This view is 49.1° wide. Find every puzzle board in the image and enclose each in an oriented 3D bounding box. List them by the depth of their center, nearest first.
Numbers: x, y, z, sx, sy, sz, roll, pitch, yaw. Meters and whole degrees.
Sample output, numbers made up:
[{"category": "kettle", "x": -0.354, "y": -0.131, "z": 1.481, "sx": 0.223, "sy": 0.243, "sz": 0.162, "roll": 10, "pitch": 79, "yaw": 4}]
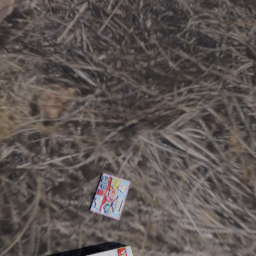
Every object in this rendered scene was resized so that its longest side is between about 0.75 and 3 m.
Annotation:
[{"category": "puzzle board", "x": -0.456, "y": 1.802, "z": 7.450, "sx": 0.795, "sy": 0.092, "sz": 1.055, "roll": 16, "pitch": 68, "yaw": 6}]

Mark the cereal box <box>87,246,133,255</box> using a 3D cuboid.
[{"category": "cereal box", "x": -0.842, "y": 3.765, "z": 6.416, "sx": 2.208, "sy": 0.436, "sz": 1.589, "roll": -10, "pitch": 67, "yaw": -6}]
